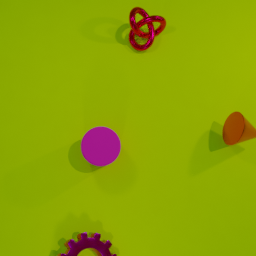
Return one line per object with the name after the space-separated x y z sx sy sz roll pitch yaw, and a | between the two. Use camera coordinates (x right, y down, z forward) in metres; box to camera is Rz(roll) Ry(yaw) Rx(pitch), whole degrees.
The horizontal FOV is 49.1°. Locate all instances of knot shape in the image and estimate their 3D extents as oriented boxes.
0.516 -3.186 9.233 1.366 0.631 1.278 14 112 -22 | knot shape

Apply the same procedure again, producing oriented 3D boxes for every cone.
3.496 0.119 8.189 1.018 1.014 1.014 12 75 -13 | cone

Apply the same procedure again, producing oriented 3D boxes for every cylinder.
-0.767 0.553 8.078 1.084 1.084 1.084 0 83 -4 | cylinder

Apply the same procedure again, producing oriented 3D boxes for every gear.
-1.056 3.610 7.321 1.644 0.304 1.644 15 59 -27 | gear
